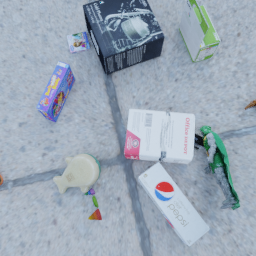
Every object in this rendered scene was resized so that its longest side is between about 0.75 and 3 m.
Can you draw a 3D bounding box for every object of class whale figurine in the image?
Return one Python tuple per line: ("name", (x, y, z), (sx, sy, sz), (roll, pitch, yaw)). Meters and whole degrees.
("whale figurine", (-1.756, 1.617, 9.879), (1.773, 0.920, 1.410), (-34, 83, 16))

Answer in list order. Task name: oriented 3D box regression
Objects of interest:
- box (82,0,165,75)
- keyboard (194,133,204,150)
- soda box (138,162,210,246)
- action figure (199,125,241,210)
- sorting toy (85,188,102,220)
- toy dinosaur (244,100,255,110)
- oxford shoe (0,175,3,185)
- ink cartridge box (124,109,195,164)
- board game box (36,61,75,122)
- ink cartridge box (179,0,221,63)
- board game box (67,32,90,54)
("box", (-0.194, -3.745, 10.928), (2.397, 1.511, 2.438), (-21, 76, -7))
("keyboard", (2.475, 0.493, 10.479), (0.913, 0.094, 0.580), (25, 70, 8))
("soda box", (1.477, 2.534, 9.515), (0.924, 0.863, 2.712), (-35, 78, -9))
("action figure", (3.023, 1.185, 9.554), (0.807, 1.743, 2.951), (-11, 58, 4))
("sorting toy", (-1.245, 2.648, 9.560), (0.430, 0.433, 1.249), (-22, 47, -3))
("toy dinosaur", (5.176, -0.855, 10.661), (1.477, 0.754, 1.003), (-23, 60, 13))
("oxford shoe", (-4.991, 1.487, 9.998), (1.326, 0.481, 0.472), (43, 79, 11))
("ink cartridge box", (1.124, 0.315, 10.019), (2.323, 0.980, 1.682), (5, 75, 5))
("board game box", (-2.613, -1.307, 10.348), (0.428, 1.286, 1.913), (20, 75, 5))
("ink cartridge box", (2.768, -3.831, 10.489), (0.889, 2.346, 1.734), (-17, 75, -5))
("board game box", (-2.038, -3.504, 11.532), (0.823, 0.170, 0.825), (-14, 75, -4))
